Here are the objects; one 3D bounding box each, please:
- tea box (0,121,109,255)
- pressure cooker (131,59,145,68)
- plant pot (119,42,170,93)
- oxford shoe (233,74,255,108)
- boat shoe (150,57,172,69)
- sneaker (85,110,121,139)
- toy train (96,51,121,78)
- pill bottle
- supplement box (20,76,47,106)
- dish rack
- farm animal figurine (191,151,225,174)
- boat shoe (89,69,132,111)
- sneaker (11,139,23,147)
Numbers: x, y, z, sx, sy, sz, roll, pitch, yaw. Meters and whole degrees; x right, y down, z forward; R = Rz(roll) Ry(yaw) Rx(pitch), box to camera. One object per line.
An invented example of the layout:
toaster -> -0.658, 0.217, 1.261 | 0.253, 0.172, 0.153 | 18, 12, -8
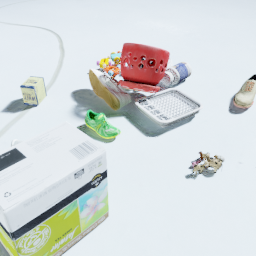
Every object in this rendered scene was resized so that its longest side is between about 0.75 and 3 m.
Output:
tea box -> -1.996, 1.691, 7.031 | 1.753, 2.582, 2.624 | 31, 46, 34
pressure cooker -> 0.622, -3.441, 15.338 | 0.903, 0.807, 0.794 | 1, 34, 2
plant pot -> 0.673, -2.677, 12.734 | 2.172, 1.978, 2.172 | 10, 12, -2
oxford shoe -> 5.521, -1.745, 12.995 | 0.882, 0.920, 2.492 | 18, 41, 22
boat shoe -> 1.678, -3.465, 15.079 | 1.002, 0.953, 2.782 | 34, 43, 21
sneaker -> -1.054, -0.157, 11.018 | 1.764, 0.737, 0.653 | 27, 48, 25
toy train -> -0.667, -3.456, 15.537 | 1.831, 0.678, 2.437 | 22, 45, 24
pill bottle -> 2.452, -2.757, 14.344 | 1.622, 0.900, 0.900 | -30, 46, -34
supplement box -> -4.319, -1.704, 12.873 | 0.672, 1.001, 1.000 | 7, 38, 9
dish rack -> 1.762, -0.856, 12.150 | 2.465, 0.537, 2.116 | -22, 41, -26
farm animal figurine -> 2.712, 1.142, 9.492 | 1.032, 0.544, 1.044 | 15, 40, 19
boat shoe -> -0.873, -1.897, 13.185 | 1.024, 1.046, 2.955 | -21, 51, -26
sneaker -> -3.490, 0.958, 9.638 | 1.079, 0.701, 1.869 | -6, 36, -11
